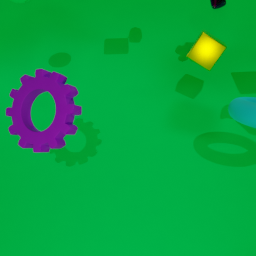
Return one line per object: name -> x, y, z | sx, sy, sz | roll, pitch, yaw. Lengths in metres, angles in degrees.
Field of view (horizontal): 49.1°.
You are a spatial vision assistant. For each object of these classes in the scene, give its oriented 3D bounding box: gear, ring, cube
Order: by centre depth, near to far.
ring -> 2.747, -0.212, 4.834 | 1.946, 0.389, 1.946 | 6, 14, -1
gear -> -1.651, -0.325, 5.413 | 1.567, 0.290, 1.567 | -1, 86, 22
cube -> 2.094, -2.078, 7.481 | 0.740, 0.740, 0.740 | 32, 28, 1

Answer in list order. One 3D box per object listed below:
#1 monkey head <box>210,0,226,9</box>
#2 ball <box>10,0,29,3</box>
monkey head -> 2.524, -3.949, 7.321 | 1.955, 1.407, 1.178 | -26, 18, -23
ball -> -2.777, -3.613, 7.029 | 0.883, 0.883, 0.883 | 0, 49, 0
